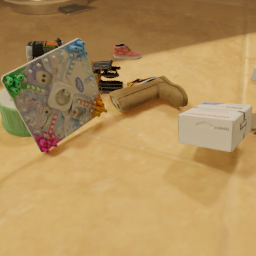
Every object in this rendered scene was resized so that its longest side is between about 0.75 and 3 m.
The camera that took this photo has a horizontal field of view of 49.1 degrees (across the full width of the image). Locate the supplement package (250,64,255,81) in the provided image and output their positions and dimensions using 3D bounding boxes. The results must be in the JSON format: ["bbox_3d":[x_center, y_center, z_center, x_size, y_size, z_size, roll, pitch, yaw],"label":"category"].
[{"bbox_3d":[6.138,-2.678,12.953,0.611,0.635,1.116,20,44,20],"label":"supplement package"}]

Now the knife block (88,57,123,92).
[{"bbox_3d":[-1.640,-1.973,12.132,2.757,2.420,0.882,-36,28,29],"label":"knife block"}]

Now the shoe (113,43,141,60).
[{"bbox_3d":[-0.031,-3.948,14.413,1.463,0.666,0.523,2,41,2],"label":"shoe"}]

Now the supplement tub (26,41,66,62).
[{"bbox_3d":[-3.708,-3.547,13.503,2.042,1.251,1.251,1,41,0],"label":"supplement tub"}]

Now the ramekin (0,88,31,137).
[{"bbox_3d":[-3.647,-0.843,10.431,2.298,1.122,2.298,0,41,0],"label":"ramekin"}]

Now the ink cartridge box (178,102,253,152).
[{"bbox_3d":[2.767,-0.135,8.781,1.656,0.956,2.268,9,20,35],"label":"ink cartridge box"}]

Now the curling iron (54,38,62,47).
[{"bbox_3d":[-2.514,-2.724,11.095,0.244,0.472,1.906,-22,83,7],"label":"curling iron"}]

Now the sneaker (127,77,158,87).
[{"bbox_3d":[0.660,-2.018,12.274,1.478,0.517,0.665,-22,48,-21],"label":"sneaker"}]

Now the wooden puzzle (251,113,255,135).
[{"bbox_3d":[4.495,-0.250,10.496,1.083,0.188,1.605,1,40,8],"label":"wooden puzzle"}]

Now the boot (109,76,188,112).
[{"bbox_3d":[0.796,-1.130,11.068,2.460,0.814,2.155,-20,37,-18],"label":"boot"}]

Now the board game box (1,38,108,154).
[{"bbox_3d":[-2.097,-0.989,9.027,2.849,2.849,0.369,-38,41,-28],"label":"board game box"}]
